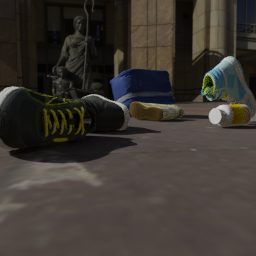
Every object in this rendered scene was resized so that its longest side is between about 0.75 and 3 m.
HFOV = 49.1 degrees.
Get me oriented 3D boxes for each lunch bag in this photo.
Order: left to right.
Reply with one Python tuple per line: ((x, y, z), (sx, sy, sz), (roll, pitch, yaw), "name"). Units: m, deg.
((0.739, -1.416, 12.405), (2.750, 1.819, 1.868), (-5, -9, -32), "lunch bag")

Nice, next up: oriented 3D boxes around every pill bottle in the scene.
((2.713, -0.332, 7.471), (1.125, 0.587, 0.587), (-4, 7, -31), "pill bottle")

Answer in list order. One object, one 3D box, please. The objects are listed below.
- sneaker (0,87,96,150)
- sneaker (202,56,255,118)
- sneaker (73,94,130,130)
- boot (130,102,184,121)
((-1.191, -0.196, 4.594), (1.045, 0.920, 2.471), (1, 6, 8), "sneaker")
((3.037, -0.983, 8.700), (1.374, 2.104, 0.837), (-31, 12, -13), "sneaker")
((-1.145, -0.433, 7.004), (1.224, 0.873, 2.468), (2, 8, -37), "sneaker")
((1.015, -0.611, 10.144), (1.330, 0.620, 1.720), (-6, 14, -40), "boot")
